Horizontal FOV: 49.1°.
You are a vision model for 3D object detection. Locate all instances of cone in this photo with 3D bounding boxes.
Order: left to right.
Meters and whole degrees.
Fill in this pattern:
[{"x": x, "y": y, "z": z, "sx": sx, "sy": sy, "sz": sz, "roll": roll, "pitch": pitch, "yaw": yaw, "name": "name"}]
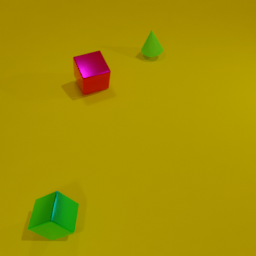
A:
[{"x": 0.944, "y": -3.465, "z": 11.062, "sx": 0.909, "sy": 0.912, "sz": 0.909, "roll": -3, "pitch": 50, "yaw": 4, "name": "cone"}]

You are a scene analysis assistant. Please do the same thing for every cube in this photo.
[{"x": -1.629, "y": 1.947, "z": 6.204, "sx": 0.722, "sy": 0.722, "sz": 0.722, "roll": -25, "pitch": 40, "yaw": 25, "name": "cube"}, {"x": -1.264, "y": -1.902, "z": 9.723, "sx": 0.993, "sy": 0.993, "sz": 0.993, "roll": -19, "pitch": 67, "yaw": -18, "name": "cube"}]
